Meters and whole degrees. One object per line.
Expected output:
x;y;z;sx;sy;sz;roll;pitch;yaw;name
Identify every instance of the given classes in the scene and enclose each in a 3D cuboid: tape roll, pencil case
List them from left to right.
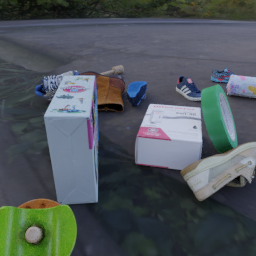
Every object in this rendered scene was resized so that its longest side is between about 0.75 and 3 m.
2.577;-0.256;7.845;0.451;1.877;1.877;-16;17;29;tape roll
5.392;-1.733;11.912;2.235;0.929;1.014;8;17;15;pencil case

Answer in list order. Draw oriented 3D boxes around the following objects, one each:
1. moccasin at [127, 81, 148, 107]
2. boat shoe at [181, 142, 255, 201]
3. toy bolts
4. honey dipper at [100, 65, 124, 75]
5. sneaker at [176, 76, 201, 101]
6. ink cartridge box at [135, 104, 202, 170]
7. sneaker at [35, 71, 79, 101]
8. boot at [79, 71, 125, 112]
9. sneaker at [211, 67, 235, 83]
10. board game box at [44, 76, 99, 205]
0.313;-1.435;11.624;0.819;0.694;2.036;1;24;19;moccasin
2.469;1.002;6.614;2.666;0.962;0.866;-11;65;-31;boat shoe
-2.084;2.206;4.020;2.500;1.734;2.388;5;66;-11;toy bolts
-1.226;-2.884;14.813;2.345;0.445;0.445;-23;35;-36;honey dipper
2.704;-1.767;12.137;0.696;0.785;1.857;-13;30;-24;sneaker
1.223;0.168;8.050;1.672;0.945;2.282;5;27;10;ink cartridge box
-2.779;-1.607;10.785;2.317;0.893;0.987;-20;-19;41;sneaker
-1.391;-1.372;11.663;2.557;0.930;2.716;7;34;-1;boot
4.945;-2.622;13.904;1.539;0.735;0.610;5;27;11;sneaker
-1.218;0.095;6.888;0.924;2.120;2.874;-2;27;-5;board game box
